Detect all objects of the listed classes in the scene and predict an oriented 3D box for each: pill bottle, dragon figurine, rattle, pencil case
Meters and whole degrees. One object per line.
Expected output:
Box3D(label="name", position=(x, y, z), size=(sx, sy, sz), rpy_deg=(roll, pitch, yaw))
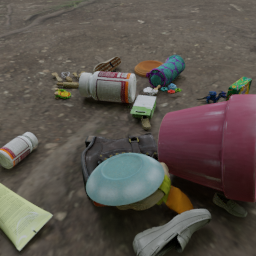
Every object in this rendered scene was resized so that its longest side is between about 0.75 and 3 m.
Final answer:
Box3D(label="pill bottle", position=(-0.899, -1.866, 12.630), size=(2.399, 1.314, 1.314), rpy_deg=(6, 35, 9))
Box3D(label="pill bottle", position=(-3.708, 0.718, 9.435), size=(0.713, 0.713, 1.301), rpy_deg=(16, 37, 22))
Box3D(label="dragon figurine", position=(3.766, -1.429, 12.591), size=(1.281, 0.637, 0.377), rpy_deg=(15, 37, 21))
Box3D(label="rattle", position=(0.397, 2.028, 7.913), size=(2.258, 1.613, 1.470), rpy_deg=(-32, 43, 18))
Box3D(label="pencil case", position=(1.988, -2.918, 14.388), size=(1.117, 1.028, 2.417), rpy_deg=(34, 44, 15))

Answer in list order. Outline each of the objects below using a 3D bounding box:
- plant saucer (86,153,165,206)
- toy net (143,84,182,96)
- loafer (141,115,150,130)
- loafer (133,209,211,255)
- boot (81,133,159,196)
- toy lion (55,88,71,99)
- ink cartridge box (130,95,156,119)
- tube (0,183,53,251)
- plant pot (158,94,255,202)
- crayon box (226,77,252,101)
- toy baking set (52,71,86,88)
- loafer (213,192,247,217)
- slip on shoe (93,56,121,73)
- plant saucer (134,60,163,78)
Box3D(label="plant saucer", position=(-0.121, 1.137, 7.237), size=(2.089, 0.402, 2.089), rpy_deg=(-11, 25, 5))
Box3D(label="toy net", position=(1.608, -1.717, 13.312), size=(1.774, 0.343, 0.931), rpy_deg=(-12, 39, -14))
Box3D(label="loafer", position=(0.685, -0.228, 11.165), size=(0.326, 0.290, 0.859), rpy_deg=(-8, 36, -11))
Box3D(label="loafer", position=(1.163, 2.620, 6.750), size=(2.120, 0.741, 0.740), rpy_deg=(-21, 44, -15))
Box3D(label="boot", position=(-0.142, 0.941, 8.874), size=(2.496, 0.992, 2.866), rpy_deg=(-1, 32, -1))
Box3D(label="toy lion", position=(-3.081, -1.612, 13.238), size=(0.752, 0.270, 0.785), rpy_deg=(-1, 34, -14))
Box3D(label="ink cartridge box", position=(0.657, -0.798, 11.824), size=(0.824, 0.470, 1.587), rpy_deg=(8, 36, 11))
Box3D(label="tube", position=(-3.424, 2.079, 7.589), size=(2.857, 0.829, 0.742), rpy_deg=(24, 4, 26))
Box3D(label="plant pot", position=(2.340, 0.487, 7.963), size=(2.549, 2.848, 2.848), rpy_deg=(3, 33, 27))
Box3D(label="crayon box", position=(4.989, -1.625, 12.638), size=(0.445, 0.907, 1.528), rpy_deg=(28, 44, 34))
Box3D(label="toy baking set", position=(-2.953, -2.525, 14.551), size=(2.267, 0.264, 1.740), rpy_deg=(1, 32, 1))
Box3D(label="loafer", position=(2.818, 2.117, 7.747), size=(0.965, 0.337, 0.338), rpy_deg=(24, 41, 30))
Box3D(label="slip on shoe", position=(-1.181, -3.359, 15.482), size=(1.889, 0.718, 0.572), rpy_deg=(-41, 9, -31))
Box3D(label="plant saucer", position=(1.305, -3.331, 15.585), size=(1.893, 0.354, 1.893), rpy_deg=(0, 35, 0))
